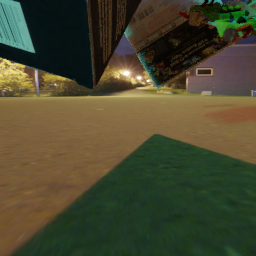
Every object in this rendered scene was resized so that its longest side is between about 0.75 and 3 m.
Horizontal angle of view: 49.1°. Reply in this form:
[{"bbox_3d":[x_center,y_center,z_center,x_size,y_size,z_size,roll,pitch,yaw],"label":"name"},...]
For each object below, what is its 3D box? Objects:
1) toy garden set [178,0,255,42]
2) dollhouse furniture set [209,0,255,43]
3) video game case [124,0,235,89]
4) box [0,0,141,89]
[{"bbox_3d":[2.061,-2.321,5.735,1.762,0.422,2.113,-19,42,-28],"label":"toy garden set"},{"bbox_3d":[3.061,-3.352,7.722,1.026,1.456,1.020,21,-15,-21],"label":"dollhouse furniture set"},{"bbox_3d":[1.579,-3.087,8.826,2.995,2.723,0.350,-30,28,9],"label":"video game case"},{"bbox_3d":[-1.320,-2.574,4.369,2.894,2.943,1.728,18,-31,7],"label":"box"}]
